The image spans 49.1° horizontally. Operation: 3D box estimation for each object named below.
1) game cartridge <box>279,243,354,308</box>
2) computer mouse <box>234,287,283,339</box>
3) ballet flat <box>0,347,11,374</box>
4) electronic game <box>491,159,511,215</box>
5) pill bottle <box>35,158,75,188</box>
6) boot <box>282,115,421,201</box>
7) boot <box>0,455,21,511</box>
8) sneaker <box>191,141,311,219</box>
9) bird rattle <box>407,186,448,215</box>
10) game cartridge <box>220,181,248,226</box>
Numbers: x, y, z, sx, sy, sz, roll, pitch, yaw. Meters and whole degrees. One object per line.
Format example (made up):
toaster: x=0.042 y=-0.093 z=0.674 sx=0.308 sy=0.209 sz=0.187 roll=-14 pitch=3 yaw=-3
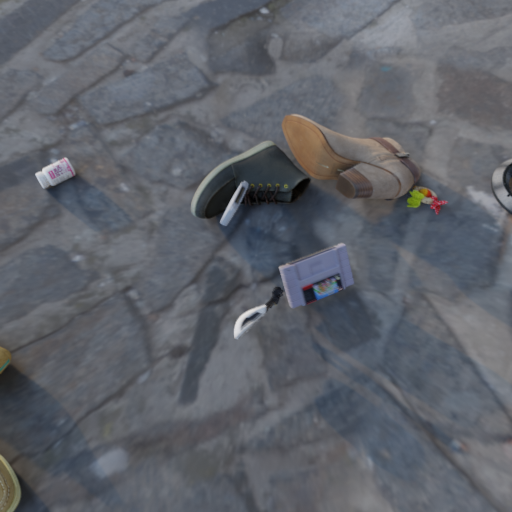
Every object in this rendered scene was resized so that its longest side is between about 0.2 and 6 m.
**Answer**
game cartridge: x=1.094 y=0.363 z=9.931 sx=1.265 sy=0.243 sz=0.820 roll=-21 pitch=105 yaw=-13
computer mouse: x=-0.013 y=0.965 z=9.447 sx=1.113 sy=0.610 sz=0.244 roll=-39 pitch=78 yaw=-26
ballet flat: x=-5.169 y=1.435 z=9.481 sx=2.325 sy=0.798 sz=0.733 roll=27 pitch=34 yaw=13
electronic game: x=5.636 y=-1.326 z=11.311 sx=1.738 sy=0.362 sz=1.738 roll=0 pitch=57 yaw=0
pill bottle: x=-4.132 y=-1.690 z=11.528 sx=0.701 sy=0.397 sz=0.397 roll=-32 pitch=63 yaw=-18
boot: x=2.006 y=-2.093 z=11.404 sx=1.937 sy=0.931 sz=2.649 roll=-22 pitch=64 yaw=-33
boot: x=-4.575 y=2.649 z=7.819 sx=2.602 sy=2.012 sz=0.938 roll=35 pitch=64 yaw=20
sneaker: x=-0.072 y=-1.294 z=10.984 sx=2.386 sy=0.892 sz=1.267 roll=-39 pitch=66 yaw=-23
bird rattle: x=3.426 y=-1.193 z=11.241 sx=0.771 sy=0.434 sz=0.629 roll=6 pitch=42 yaw=1
game cartridge: x=-0.372 y=-0.864 z=9.413 sx=0.156 sy=0.513 sz=0.769 roll=32 pitch=45 yaw=-10
